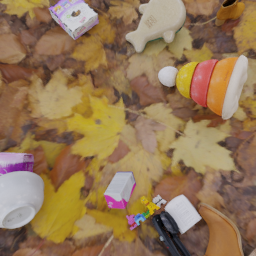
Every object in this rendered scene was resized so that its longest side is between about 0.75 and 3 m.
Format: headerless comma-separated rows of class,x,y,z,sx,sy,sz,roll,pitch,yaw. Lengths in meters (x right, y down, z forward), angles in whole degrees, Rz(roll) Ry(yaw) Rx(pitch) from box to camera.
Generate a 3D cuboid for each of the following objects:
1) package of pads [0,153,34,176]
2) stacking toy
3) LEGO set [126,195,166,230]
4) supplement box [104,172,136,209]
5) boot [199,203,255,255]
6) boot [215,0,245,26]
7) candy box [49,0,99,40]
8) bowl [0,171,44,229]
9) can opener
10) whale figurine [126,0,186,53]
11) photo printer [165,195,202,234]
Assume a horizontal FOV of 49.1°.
package of pads,-4.406,1.565,8.550,2.784,1.053,1.678,3,84,0
stacking toy,2.426,-1.641,9.614,2.897,2.117,2.117,19,72,24
LEGO set,0.497,2.489,8.703,1.417,0.540,0.581,-35,75,-12
supplement box,-0.216,1.869,8.529,0.566,0.554,1.096,-5,26,23
boot,2.521,3.654,8.222,1.921,0.949,2.475,-41,83,-8
boot,4.083,-4.671,10.744,1.604,1.148,0.564,-36,76,-11
candy box,-2.102,-4.396,10.974,1.261,0.538,1.503,-40,75,-12
bowl,-3.207,2.212,7.971,1.928,1.928,0.867,-34,51,-11
can opener,1.351,3.413,8.384,0.605,0.751,1.909,-26,83,-15
whale figurine,1.085,-3.880,10.637,2.388,1.239,1.900,-42,78,12
photo printer,1.684,2.649,8.748,0.811,0.338,0.974,-36,75,-10
